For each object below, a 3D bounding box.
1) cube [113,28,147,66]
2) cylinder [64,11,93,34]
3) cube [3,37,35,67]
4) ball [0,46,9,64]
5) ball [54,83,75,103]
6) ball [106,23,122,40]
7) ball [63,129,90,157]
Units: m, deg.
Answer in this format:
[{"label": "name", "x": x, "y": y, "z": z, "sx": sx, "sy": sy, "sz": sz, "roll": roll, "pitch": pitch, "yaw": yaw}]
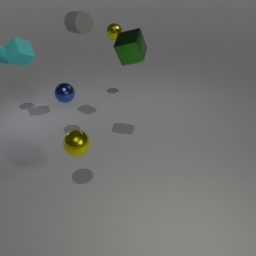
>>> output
[{"label": "cube", "x": 0.082, "y": -2.333, "z": 8.086, "sx": 0.700, "sy": 0.700, "sz": 0.700, "roll": -5, "pitch": 48, "yaw": 22}, {"label": "cylinder", "x": -1.631, "y": -3.481, "z": 9.246, "sx": 0.700, "sy": 0.700, "sz": 0.700, "roll": -25, "pitch": 33, "yaw": -36}, {"label": "cube", "x": -3.944, "y": -2.754, "z": 10.174, "sx": 0.700, "sy": 0.700, "sz": 0.700, "roll": -29, "pitch": -14, "yaw": 28}, {"label": "ball", "x": -4.725, "y": -2.833, "z": 10.889, "sx": 0.700, "sy": 0.700, "sz": 0.700, "roll": 0, "pitch": 30, "yaw": 0}, {"label": "ball", "x": -2.192, "y": -1.213, "z": 9.711, "sx": 0.700, "sy": 0.700, "sz": 0.700, "roll": 0, "pitch": 30, "yaw": 0}, {"label": "ball", "x": -0.590, "y": -4.138, "z": 12.062, "sx": 0.700, "sy": 0.700, "sz": 0.700, "roll": 0, "pitch": 30, "yaw": 0}, {"label": "ball", "x": -1.327, "y": 0.387, "z": 7.245, "sx": 0.700, "sy": 0.700, "sz": 0.700, "roll": 0, "pitch": 30, "yaw": 0}]
